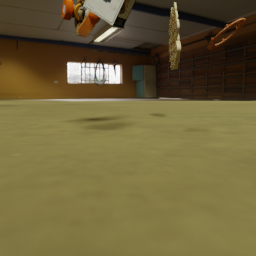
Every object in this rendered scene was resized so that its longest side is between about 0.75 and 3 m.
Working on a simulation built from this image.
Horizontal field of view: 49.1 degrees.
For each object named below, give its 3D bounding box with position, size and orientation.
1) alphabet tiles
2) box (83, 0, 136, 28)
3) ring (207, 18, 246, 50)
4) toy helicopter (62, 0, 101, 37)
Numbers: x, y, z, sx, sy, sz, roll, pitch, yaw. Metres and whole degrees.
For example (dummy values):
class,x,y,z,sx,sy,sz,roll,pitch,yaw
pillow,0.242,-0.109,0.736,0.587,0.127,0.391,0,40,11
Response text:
class,x,y,z,sx,sy,sz,roll,pitch,yaw
alphabet tiles,1.711,-3.317,10.322,0.162,2.220,2.171,-2,-31,1
box,-0.199,-2.889,5.586,0.863,1.479,0.445,36,24,17
ring,1.918,-1.852,5.512,0.846,0.081,0.846,-31,-10,-6
toy helicopter,-0.897,-3.221,6.829,0.875,1.467,2.218,3,-40,-28
